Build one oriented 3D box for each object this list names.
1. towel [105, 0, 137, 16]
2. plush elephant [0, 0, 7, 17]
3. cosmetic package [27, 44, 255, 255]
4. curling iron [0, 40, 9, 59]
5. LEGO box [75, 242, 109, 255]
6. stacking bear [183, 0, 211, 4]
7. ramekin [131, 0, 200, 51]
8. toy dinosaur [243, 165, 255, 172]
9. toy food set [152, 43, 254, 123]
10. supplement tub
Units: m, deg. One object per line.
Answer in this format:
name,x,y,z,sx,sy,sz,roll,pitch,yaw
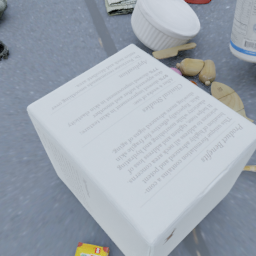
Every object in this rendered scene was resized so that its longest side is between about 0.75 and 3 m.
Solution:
towel,0.354,-5.284,10.402,2.606,0.467,2.707,-9,57,-1
plush elephant,-4.970,-4.070,8.960,1.744,1.640,2.118,-13,55,-9
cosmetic package,0.201,0.541,5.132,2.415,2.400,2.886,-36,61,-23
curling iron,-4.605,-1.622,7.961,0.740,0.381,2.984,30,59,19
LEGO box,-0.695,2.509,5.006,0.572,0.296,0.768,9,54,6
stacking bear,2.348,-5.919,9.722,1.468,2.581,1.567,-4,54,-3
ramekin,1.042,-3.145,8.346,2.075,0.966,2.075,15,53,-21
toy dinosaur,3.458,0.966,5.920,2.261,0.658,1.143,25,59,17
toy food set,1.773,-0.975,7.501,1.858,0.460,2.923,-16,63,-11
supplement tub,3.247,-2.769,6.515,1.432,2.170,1.432,-3,42,3
